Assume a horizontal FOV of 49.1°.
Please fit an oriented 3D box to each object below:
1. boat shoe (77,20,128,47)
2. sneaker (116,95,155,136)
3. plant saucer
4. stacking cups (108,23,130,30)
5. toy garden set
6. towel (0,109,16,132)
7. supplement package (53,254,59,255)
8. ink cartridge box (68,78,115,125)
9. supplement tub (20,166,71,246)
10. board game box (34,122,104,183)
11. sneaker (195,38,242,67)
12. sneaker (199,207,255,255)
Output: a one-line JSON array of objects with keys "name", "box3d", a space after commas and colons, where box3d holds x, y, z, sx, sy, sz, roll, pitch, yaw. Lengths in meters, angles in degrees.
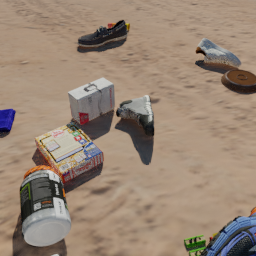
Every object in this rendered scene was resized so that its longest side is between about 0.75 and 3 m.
[{"name": "boat shoe", "box3d": [-1.113, -4.163, 12.203, 2.435, 0.764, 0.885, -22, 45, -23]}, {"name": "sneaker", "box3d": [0.181, -0.302, 7.883, 1.046, 0.680, 1.811, -5, 30, 2]}, {"name": "plant saucer", "box3d": [3.942, -1.688, 9.745, 1.349, 0.232, 1.349, 0, 40, 0]}, {"name": "stacking cups", "box3d": [-0.444, -4.898, 13.448, 1.067, 0.323, 0.323, 11, 42, 17]}, {"name": "toy garden set", "box3d": [1.535, 2.329, 5.092, 0.741, 0.177, 0.889, -9, 41, -11]}, {"name": "towel", "box3d": [-3.638, -0.228, 8.035, 0.672, 0.226, 0.910, -4, 41, -5]}, {"name": "supplement package", "box3d": [-1.006, 3.268, 2.815, 1.635, 1.698, 2.985, -17, 44, -17]}, {"name": "ink cartridge box", "box3d": [-1.032, -0.798, 8.170, 1.254, 0.911, 0.523, -29, 48, -30]}, {"name": "supplement tub", "box3d": [-1.664, 1.474, 5.532, 0.876, 0.876, 1.429, -13, 41, -14]}, {"name": "board game box", "box3d": [-1.492, 0.540, 7.041, 1.142, 0.349, 1.508, -26, 47, -27]}, {"name": "sneaker", "box3d": [3.413, -2.679, 10.752, 1.819, 0.662, 0.770, 38, 92, 23]}, {"name": "sneaker", "box3d": [2.158, 2.053, 4.697, 2.771, 1.044, 1.087, -21, 49, -28]}]
